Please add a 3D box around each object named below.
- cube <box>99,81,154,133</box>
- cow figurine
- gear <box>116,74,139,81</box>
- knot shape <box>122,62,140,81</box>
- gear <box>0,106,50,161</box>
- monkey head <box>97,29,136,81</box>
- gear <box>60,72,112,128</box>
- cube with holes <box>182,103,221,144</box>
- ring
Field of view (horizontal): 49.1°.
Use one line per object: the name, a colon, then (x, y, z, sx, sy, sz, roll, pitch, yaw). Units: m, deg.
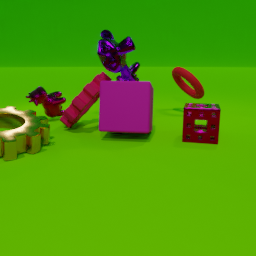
cube: (-0.002, -0.457, 6.418, 1.092, 1.092, 1.092, 2, 1, 9)
cow figurine: (-2.320, -0.698, 7.980, 1.067, 1.084, 0.595, -19, 50, -30)
gear: (-0.177, -1.267, 9.604, 0.262, 1.415, 1.415, 37, 29, 22)
knot shape: (0.055, -1.186, 7.386, 0.524, 1.062, 1.135, -1, 15, 12)
gear: (-2.594, 0.035, 5.563, 1.983, 0.367, 1.983, 7, 21, -3)
monkey head: (-0.226, -1.690, 6.275, 0.918, 1.275, 0.769, -25, 7, 18)
gear: (-1.060, -0.706, 7.128, 0.303, 1.636, 1.636, 41, 15, -4)
cube with holes: (1.611, -0.123, 6.189, 0.746, 0.746, 0.746, 3, 14, 14)
ring: (1.947, -1.459, 9.125, 0.266, 1.331, 1.331, -45, 22, -3)
